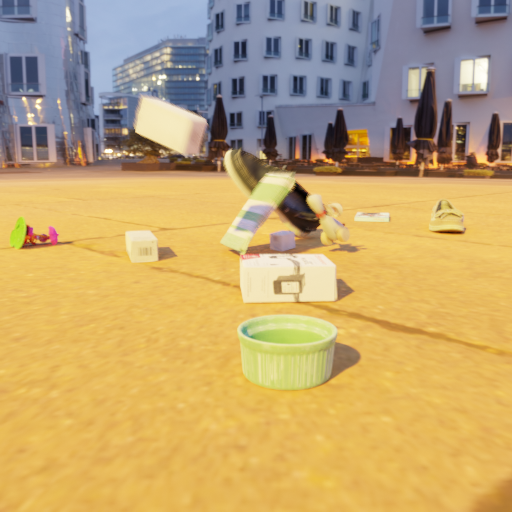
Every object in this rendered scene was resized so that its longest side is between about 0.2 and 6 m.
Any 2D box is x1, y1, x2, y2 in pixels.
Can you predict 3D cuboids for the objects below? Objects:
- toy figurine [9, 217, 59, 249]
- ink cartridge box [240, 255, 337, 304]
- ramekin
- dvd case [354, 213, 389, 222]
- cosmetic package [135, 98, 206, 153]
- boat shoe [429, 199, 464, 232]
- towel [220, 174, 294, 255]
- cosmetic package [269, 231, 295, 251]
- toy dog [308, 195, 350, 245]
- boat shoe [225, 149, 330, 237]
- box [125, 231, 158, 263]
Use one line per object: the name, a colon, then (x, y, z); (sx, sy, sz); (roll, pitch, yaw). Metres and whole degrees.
toy figurine: (-5.078, -0.432, 12.966); (0.918, 0.748, 0.997); (9, -23, -41)
ink cartridge box: (0.460, 0.323, 8.470); (1.363, 0.568, 0.990); (-1, 10, -5)
ramekin: (0.301, 0.931, 5.449); (0.966, 0.472, 0.966); (0, 10, 0)
dvd case: (3.792, -1.263, 18.245); (1.082, 0.163, 1.483); (3, 12, 14)
cosmetic package: (-1.384, -2.084, 8.980); (1.049, 0.592, 0.425); (30, 22, 26)
boat shoe: (5.348, -1.124, 15.754); (0.903, 0.779, 2.477); (3, 11, 16)
towel: (0.000, -0.906, 11.630); (0.217, 1.852, 1.413); (35, -3, -22)
cosmetic package: (0.587, -0.339, 12.562); (0.448, 0.373, 0.375); (-16, 18, -43)
toy dog: (1.583, -0.815, 11.829); (0.828, 1.256, 0.605); (12, 46, 30)
boat shoe: (0.623, -1.600, 13.368); (1.041, 3.139, 1.173); (-23, 38, 36)
box: (-2.395, -0.210, 11.670); (0.559, 0.465, 1.361); (-3, 10, -15)
